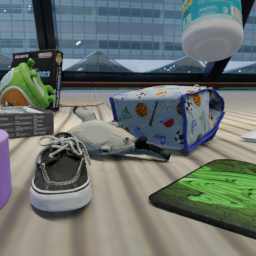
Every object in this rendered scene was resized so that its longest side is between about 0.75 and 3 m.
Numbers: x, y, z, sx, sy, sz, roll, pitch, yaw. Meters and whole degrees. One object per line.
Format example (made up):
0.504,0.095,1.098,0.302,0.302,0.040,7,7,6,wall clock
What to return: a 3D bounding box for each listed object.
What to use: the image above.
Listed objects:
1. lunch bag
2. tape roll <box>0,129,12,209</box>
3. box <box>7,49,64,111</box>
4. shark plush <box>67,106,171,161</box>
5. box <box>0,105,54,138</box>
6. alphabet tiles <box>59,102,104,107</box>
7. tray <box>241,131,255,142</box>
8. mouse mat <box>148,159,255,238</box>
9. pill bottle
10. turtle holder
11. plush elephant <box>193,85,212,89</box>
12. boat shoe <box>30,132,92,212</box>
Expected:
0.826,-0.264,5.296,1.544,1.125,1.817,6,18,35,lunch bag
-2.096,0.420,2.513,1.929,0.633,1.929,-1,9,0,tape roll
-3.776,-1.909,11.365,2.380,2.362,0.591,4,-1,25,box
-0.222,0.148,4.438,1.831,0.832,0.763,-2,-23,20,shark plush
-2.945,-0.142,6.234,2.148,0.534,1.694,-5,11,-31,box
-2.525,-1.243,14.547,2.107,0.095,2.520,1,9,7,alphabet tiles
2.641,0.183,5.645,0.479,0.099,0.892,9,12,39,tray
1.628,0.679,2.667,2.357,0.089,1.897,6,11,38,mouse mat
2.143,-3.204,7.273,1.470,2.653,1.470,3,-18,1,pill bottle
-3.722,-1.434,9.883,1.629,2.295,1.743,-31,-31,-2,turtle holder
3.254,-1.296,11.821,1.119,1.052,1.359,-3,10,-18,plush elephant
-0.704,0.358,3.065,0.610,0.565,1.653,-1,9,-7,boat shoe
